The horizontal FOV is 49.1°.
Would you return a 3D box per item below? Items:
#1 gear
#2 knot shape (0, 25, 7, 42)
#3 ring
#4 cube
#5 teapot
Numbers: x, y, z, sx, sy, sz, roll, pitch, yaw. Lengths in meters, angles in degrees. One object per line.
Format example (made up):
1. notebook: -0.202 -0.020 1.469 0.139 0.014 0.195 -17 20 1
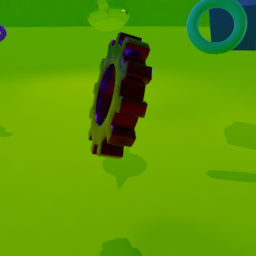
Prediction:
1. gear: -0.170 -0.411 3.717 0.296 1.600 1.600 11 18 -20
2. knot shape: -4.072 -2.509 8.265 0.522 1.131 1.058 32 19 -30
3. ring: 1.976 -2.304 6.265 1.306 1.306 0.261 3 2 8
4. cube: 3.251 -3.175 8.246 1.307 1.307 1.307 10 47 31
5. teapot: -0.501 -2.875 6.734 1.034 0.815 1.664 -7 -3 8
